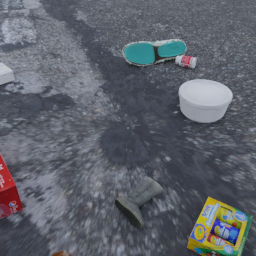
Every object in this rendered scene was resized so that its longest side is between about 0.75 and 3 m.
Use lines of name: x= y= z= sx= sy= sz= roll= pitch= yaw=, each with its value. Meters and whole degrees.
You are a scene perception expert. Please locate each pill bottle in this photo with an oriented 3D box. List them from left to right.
pill bottle: x=2.365 y=-2.720 z=11.451 sx=0.777 sy=0.436 sz=0.436 roll=18 pitch=41 yaw=21

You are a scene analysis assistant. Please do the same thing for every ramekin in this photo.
ramekin: x=2.364 y=-0.823 z=8.746 sx=1.614 sy=0.752 sz=1.614 roll=0 pitch=38 yaw=0

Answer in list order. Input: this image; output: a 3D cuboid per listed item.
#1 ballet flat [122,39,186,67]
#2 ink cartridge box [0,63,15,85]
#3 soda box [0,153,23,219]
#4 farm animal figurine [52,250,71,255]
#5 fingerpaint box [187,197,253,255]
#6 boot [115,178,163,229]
ballet flat: x=1.067 y=-3.139 z=11.806 sx=2.854 sy=1.024 sz=1.024 roll=-8 pitch=38 yaw=-15
ink cartridge box: x=-4.852 y=-2.044 z=10.601 sx=0.703 sy=0.404 sz=0.969 roll=-30 pitch=47 yaw=-33
soda box: x=-3.295 y=0.939 z=6.412 sx=0.898 sy=0.814 sz=2.566 roll=-21 pitch=43 yaw=-28
farm animal figurine: x=-1.904 y=2.599 z=3.732 sx=2.955 sy=1.486 sz=2.386 roll=2 pitch=38 yaw=3
fingerpaint box: x=1.784 y=1.992 z=5.409 sx=0.911 sy=0.401 sz=1.092 roll=21 pitch=42 yaw=25
boot: x=0.349 y=1.577 z=6.041 sx=1.024 sy=0.372 sz=0.931 roll=-19 pitch=43 yaw=-33
